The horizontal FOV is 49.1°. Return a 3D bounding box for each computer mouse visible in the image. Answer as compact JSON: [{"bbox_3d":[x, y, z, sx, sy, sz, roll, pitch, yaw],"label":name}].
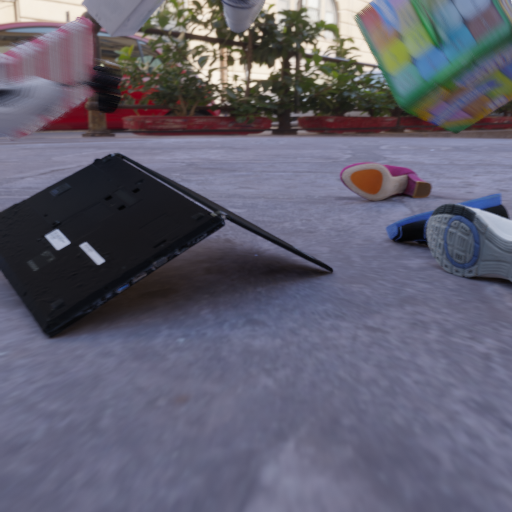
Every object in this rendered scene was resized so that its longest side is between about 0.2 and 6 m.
[{"bbox_3d":[-2.310,-1.536,5.822,1.919,0.421,1.052,-19,6,-18],"label":"computer mouse"}]

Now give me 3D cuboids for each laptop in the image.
[{"bbox_3d":[-1.359,-0.100,7.429,3.437,1.775,3.046,-35,39,-21],"label":"laptop"}]

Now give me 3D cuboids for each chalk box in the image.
[{"bbox_3d":[1.680,-1.913,4.957,1.066,1.072,1.723,-32,-20,36],"label":"chalk box"}]

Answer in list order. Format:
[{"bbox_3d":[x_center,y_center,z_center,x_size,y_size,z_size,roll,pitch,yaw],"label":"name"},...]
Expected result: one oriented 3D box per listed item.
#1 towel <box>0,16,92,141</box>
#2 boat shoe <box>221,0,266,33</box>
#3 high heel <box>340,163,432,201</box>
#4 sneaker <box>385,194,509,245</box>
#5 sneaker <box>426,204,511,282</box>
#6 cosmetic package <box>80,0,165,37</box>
[{"bbox_3d":[-3.362,-2.879,9.049,0.302,1.476,2.017,28,47,11],"label":"towel"},{"bbox_3d":[-0.077,-3.509,7.065,0.658,0.601,1.829,7,54,-1],"label":"boat shoe"},{"bbox_3d":[2.973,-1.958,13.841,2.709,0.912,1.300,-2,24,-26],"label":"high heel"},{"bbox_3d":[2.901,-0.357,8.641,0.692,0.769,1.974,-14,-1,-41],"label":"sneaker"},{"bbox_3d":[3.283,-0.049,7.231,1.068,0.914,2.453,-1,21,-35],"label":"sneaker"},{"bbox_3d":[-2.203,-4.567,9.835,1.230,0.756,1.226,-40,12,20],"label":"cosmetic package"}]
